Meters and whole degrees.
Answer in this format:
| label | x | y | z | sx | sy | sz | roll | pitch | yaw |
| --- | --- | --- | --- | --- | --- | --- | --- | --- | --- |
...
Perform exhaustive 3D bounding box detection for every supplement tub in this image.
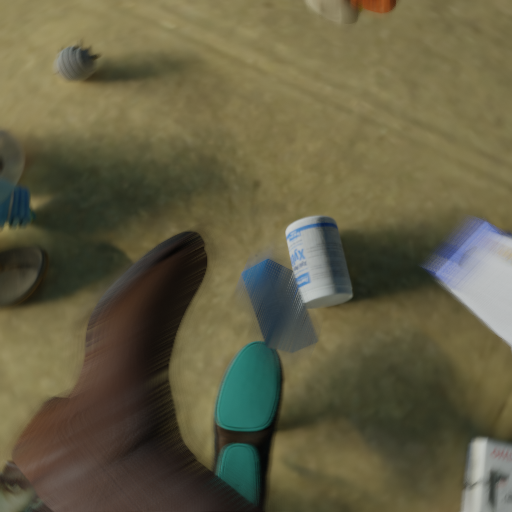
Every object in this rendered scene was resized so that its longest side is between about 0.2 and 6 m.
| label | x | y | z | sx | sy | sz | roll | pitch | yaw |
| --- | --- | --- | --- | --- | --- | --- | --- | --- | --- |
| supplement tub | 0.919 | 0.097 | 8.257 | 0.801 | 0.801 | 1.214 | -9 | 71 | -3 |

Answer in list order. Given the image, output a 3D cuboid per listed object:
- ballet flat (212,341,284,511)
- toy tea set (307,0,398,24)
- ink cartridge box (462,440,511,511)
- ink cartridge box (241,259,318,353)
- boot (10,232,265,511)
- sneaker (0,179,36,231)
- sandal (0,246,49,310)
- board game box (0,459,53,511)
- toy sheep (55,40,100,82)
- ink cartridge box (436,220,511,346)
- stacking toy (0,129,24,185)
| label | x | y | z | sx | sy | sz | roll | pitch | yaw |
| --- | --- | --- | --- | --- | --- | --- | --- | --- | --- |
| ballet flat | -0.177 | 2.443 | 7.370 | 0.891 | 0.897 | 2.622 | 8 | 58 | 5 |
| toy tea set | 0.711 | -3.998 | 6.690 | 2.987 | 1.776 | 1.105 | 21 | 94 | -36 |
| ink cartridge box | 3.324 | 3.215 | 7.360 | 1.006 | 0.568 | 1.371 | 11 | 73 | 4 |
| ink cartridge box | 0.266 | 0.566 | 6.168 | 0.380 | 0.658 | 0.907 | -28 | 64 | 20 |
| boot | -0.376 | 1.918 | 5.189 | 3.441 | 1.105 | 3.207 | 37 | 99 | 24 |
| sneaker | -4.005 | -0.474 | 8.562 | 1.594 | 1.040 | 0.634 | -50 | 51 | 21 |
| sandal | -4.243 | 0.353 | 8.261 | 2.310 | 0.624 | 0.928 | -9 | 72 | -3 |
| board game box | -1.969 | 4.147 | 7.115 | 3.359 | 0.473 | 2.272 | 13 | 73 | 4 |
| toy sheep | -3.021 | -3.254 | 9.438 | 0.921 | 0.635 | 0.635 | -13 | 70 | 27 |
| ink cartridge box | 2.036 | 0.284 | 4.414 | 1.074 | 0.641 | 0.225 | 46 | 35 | 19 |
| stacking toy | -4.590 | -1.648 | 8.820 | 1.579 | 1.153 | 1.153 | 26 | 73 | 23 |
